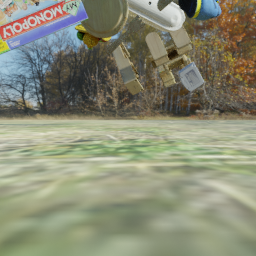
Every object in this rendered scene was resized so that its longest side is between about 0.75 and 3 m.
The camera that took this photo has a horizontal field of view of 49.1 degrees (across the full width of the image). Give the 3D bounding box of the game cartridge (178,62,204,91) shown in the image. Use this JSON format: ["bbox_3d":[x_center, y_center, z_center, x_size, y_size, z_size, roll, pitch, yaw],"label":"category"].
[{"bbox_3d":[1.930,-1.554,8.663,0.609,0.187,0.915,-36,-47,10],"label":"game cartridge"}]

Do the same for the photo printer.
[{"bbox_3d":[0.513,-3.785,8.731,2.432,0.845,2.024,18,19,-22],"label":"photo printer"}]

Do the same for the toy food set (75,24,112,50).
[{"bbox_3d":[-0.981,-2.770,8.525,1.163,0.646,1.977,6,26,-3],"label":"toy food set"}]

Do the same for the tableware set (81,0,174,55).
[{"bbox_3d":[0.033,-3.031,5.952,2.654,1.755,0.532,-34,7,25],"label":"tableware set"}]

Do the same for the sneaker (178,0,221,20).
[{"bbox_3d":[1.502,-2.712,5.972,0.628,0.528,1.603,2,41,-10],"label":"sneaker"}]

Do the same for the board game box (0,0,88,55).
[{"bbox_3d":[-1.978,-2.287,5.080,2.115,1.423,0.308,-24,19,-3],"label":"board game box"}]

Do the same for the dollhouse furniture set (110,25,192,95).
[{"bbox_3d":[1.046,-2.995,11.519,2.964,1.969,2.598,-24,-21,10],"label":"dollhouse furniture set"}]
